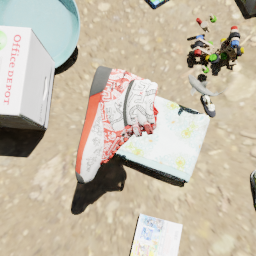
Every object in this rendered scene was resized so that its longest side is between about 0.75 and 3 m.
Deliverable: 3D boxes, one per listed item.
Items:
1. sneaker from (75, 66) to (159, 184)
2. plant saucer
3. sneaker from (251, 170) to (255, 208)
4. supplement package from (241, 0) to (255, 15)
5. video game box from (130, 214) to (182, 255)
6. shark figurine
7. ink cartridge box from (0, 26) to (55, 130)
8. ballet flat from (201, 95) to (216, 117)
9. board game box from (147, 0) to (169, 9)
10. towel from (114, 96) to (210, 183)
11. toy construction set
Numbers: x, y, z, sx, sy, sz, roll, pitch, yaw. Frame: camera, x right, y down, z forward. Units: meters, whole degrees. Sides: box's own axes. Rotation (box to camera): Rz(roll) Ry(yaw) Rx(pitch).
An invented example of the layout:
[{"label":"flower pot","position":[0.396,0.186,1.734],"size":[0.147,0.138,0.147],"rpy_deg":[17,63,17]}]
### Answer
[{"label":"sneaker","position":[-0.179,0.139,5.170],"size":[1.260,0.785,2.350],"rpy_deg":[14,109,1]},{"label":"plant saucer","position":[-2.761,-3.093,8.397],"size":[2.809,0.505,2.809],"rpy_deg":[1,102,4]},{"label":"sneaker","position":[3.569,1.755,7.198],"size":[0.550,0.557,1.459],"rpy_deg":[-10,71,-5]},{"label":"supplement package","position":[4.283,-4.494,9.236],"size":[0.799,0.805,1.061],"rpy_deg":[-17,72,-6]},{"label":"video game box","position":[0.687,2.877,6.955],"size":[1.103,0.284,1.211],"rpy_deg":[15,71,2]},{"label":"shark figurine","position":[1.972,-1.006,7.003],"size":[1.010,0.421,0.603],"rpy_deg":[25,52,-4]},{"label":"ink cartridge box","position":[-3.665,-1.220,7.245],"size":[2.912,2.126,2.136],"rpy_deg":[4,81,1]},{"label":"ballet flat","position":[2.366,-0.697,8.206],"size":[0.284,0.284,0.779],"rpy_deg":[-18,72,-6]},{"label":"board game box","position":[0.915,-4.754,9.641],"size":[0.900,0.218,1.190],"rpy_deg":[-35,74,-11]},{"label":"towel","position":[0.859,0.160,7.746],"size":[2.389,0.575,2.045],"rpy_deg":[22,73,7]},{"label":"toy construction set","position":[2.753,-2.533,8.561],"size":[1.395,1.286,1.673],"rpy_deg":[-32,60,26]}]
